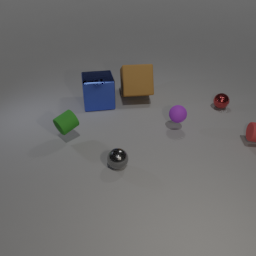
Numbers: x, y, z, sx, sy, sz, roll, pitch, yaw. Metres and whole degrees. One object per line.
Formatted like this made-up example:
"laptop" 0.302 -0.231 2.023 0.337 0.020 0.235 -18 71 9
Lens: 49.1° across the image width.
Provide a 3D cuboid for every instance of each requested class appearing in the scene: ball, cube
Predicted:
"ball" -0.337 1.009 9.209 0.700 0.700 0.700 0 32 0
"cube" 0.395 -2.213 13.253 1.400 1.400 1.400 -4 6 -5
"cube" -1.374 -1.726 12.906 1.400 1.400 1.400 -6 33 -9
"ball" 1.960 -0.551 10.989 0.700 0.700 0.700 0 32 0
"ball" 4.224 -1.225 12.668 0.700 0.700 0.700 0 32 0

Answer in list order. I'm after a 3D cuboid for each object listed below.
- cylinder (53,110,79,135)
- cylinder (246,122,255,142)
"cylinder" -2.269 -0.208 10.277 0.700 0.700 0.700 -38 46 -23
"cylinder" 4.751 0.172 10.145 0.700 0.700 0.700 8 33 0
